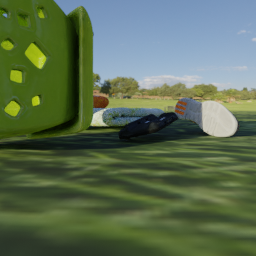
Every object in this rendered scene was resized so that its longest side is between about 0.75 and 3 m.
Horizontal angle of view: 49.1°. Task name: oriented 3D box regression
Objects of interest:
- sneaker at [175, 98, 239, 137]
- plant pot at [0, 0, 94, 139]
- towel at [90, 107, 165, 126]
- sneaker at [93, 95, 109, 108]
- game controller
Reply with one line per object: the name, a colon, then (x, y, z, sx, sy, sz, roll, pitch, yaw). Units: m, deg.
sneaker: (1.763, -0.226, 5.707, 0.894, 0.619, 1.596, 11, 16, -33)
plant pot: (-1.525, -0.727, 3.671, 1.730, 1.907, 1.897, 4, -9, -42)
towel: (-0.298, -0.304, 7.208, 1.740, 0.489, 2.033, -1, 2, 44)
sneaker: (-1.527, -0.563, 9.436, 1.899, 0.693, 0.732, -17, 46, 2)
game controller: (0.395, -0.046, 4.885, 0.726, 0.293, 1.391, -3, 11, 26)
